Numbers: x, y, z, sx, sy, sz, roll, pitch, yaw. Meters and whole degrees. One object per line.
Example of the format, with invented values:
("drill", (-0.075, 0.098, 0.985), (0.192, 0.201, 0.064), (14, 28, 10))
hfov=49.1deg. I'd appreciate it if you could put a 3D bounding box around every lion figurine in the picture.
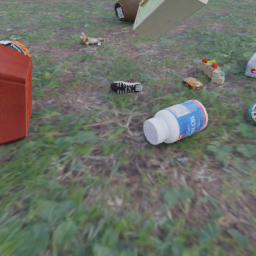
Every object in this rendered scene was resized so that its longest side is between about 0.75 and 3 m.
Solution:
("lion figurine", (-1.932, -4.880, 15.628), (1.524, 0.552, 0.934), (9, 25, -11))

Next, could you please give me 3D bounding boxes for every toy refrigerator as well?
("toy refrigerator", (1.167, -3.729, 8.323), (1.020, 1.107, 2.915), (17, -7, -19))

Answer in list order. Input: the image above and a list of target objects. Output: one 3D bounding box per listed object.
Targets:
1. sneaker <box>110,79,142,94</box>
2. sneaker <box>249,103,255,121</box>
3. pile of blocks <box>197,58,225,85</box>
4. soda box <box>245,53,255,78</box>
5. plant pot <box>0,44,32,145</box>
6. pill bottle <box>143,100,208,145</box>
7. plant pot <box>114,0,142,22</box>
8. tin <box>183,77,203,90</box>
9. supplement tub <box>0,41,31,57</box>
("sneaker", (-0.123, -1.650, 10.852), (1.242, 0.470, 0.718), (2, 27, -16))
("sneaker", (4.707, -0.704, 9.231), (2.390, 0.926, 0.952), (-17, 18, -32))
("pile of blocks", (3.705, -2.568, 11.983), (0.829, 0.627, 2.018), (-7, 35, -10))
("soda box", (5.792, -2.848, 12.408), (0.656, 0.610, 1.922), (20, 39, 27))
("plant pot", (-4.083, -1.002, 8.070), (2.426, 2.751, 2.753), (3, 33, -16))
("pill bottle", (1.346, -0.132, 8.063), (1.739, 0.976, 0.976), (-21, 39, -26))
("plant pot", (0.505, -8.386, 19.353), (2.659, 2.485, 2.485), (-28, 42, -20))
("tin", (2.588, -1.788, 11.227), (0.540, 0.202, 0.964), (-17, 37, -16))
("supplement tub", (-4.923, -2.349, 10.769), (1.612, 1.612, 2.630), (6, 35, 9))
